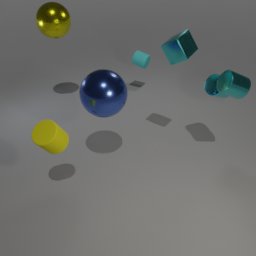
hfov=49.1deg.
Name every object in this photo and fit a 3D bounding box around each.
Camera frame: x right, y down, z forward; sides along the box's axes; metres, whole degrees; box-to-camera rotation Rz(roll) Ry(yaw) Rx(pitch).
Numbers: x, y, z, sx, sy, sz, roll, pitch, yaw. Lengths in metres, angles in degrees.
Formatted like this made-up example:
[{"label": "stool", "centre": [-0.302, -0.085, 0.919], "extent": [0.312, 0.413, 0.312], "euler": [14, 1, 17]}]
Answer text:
[{"label": "ball", "centre": [-0.711, -1.004, 8.176], "extent": [1.400, 1.400, 1.400], "euler": [0, 31, 0]}, {"label": "cylinder", "centre": [-1.984, 0.241, 7.190], "extent": [0.700, 0.700, 0.700], "euler": [-6, 65, 13]}, {"label": "ball", "centre": [-3.019, -4.366, 11.390], "extent": [1.400, 1.400, 1.400], "euler": [0, 31, 0]}, {"label": "cube", "centre": [1.590, -2.476, 8.633], "extent": [0.700, 0.700, 0.700], "euler": [-45, 22, -31]}, {"label": "cylinder", "centre": [0.655, -3.391, 13.899], "extent": [0.700, 0.700, 0.700], "euler": [27, 38, 15]}, {"label": "cylinder", "centre": [2.989, -1.359, 9.173], "extent": [0.700, 0.700, 0.700], "euler": [4, 22, -41]}, {"label": "cylinder", "centre": [3.139, -1.291, 8.341], "extent": [0.700, 0.700, 0.700], "euler": [16, 26, -20]}]
